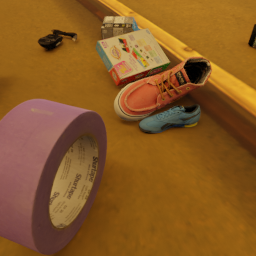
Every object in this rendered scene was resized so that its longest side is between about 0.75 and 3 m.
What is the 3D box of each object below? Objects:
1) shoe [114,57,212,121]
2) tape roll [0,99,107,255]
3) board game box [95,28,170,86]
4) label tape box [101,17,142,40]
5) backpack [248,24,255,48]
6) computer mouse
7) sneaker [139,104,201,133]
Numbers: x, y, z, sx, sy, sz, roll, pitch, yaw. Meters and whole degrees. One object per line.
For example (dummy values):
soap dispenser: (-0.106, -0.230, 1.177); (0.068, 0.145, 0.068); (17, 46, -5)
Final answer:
shoe: (1.019, -1.169, 7.727); (2.939, 1.337, 1.050); (-26, 87, -32)
tape roll: (-1.300, 0.770, 4.807); (1.022, 2.406, 2.406); (13, 42, 16)
board game box: (0.175, -2.387, 9.230); (2.017, 0.407, 1.543); (-23, 76, -25)
label tape box: (-0.105, -4.375, 12.309); (1.972, 0.624, 1.422); (1, 40, 2)
backpack: (5.551, -3.593, 11.235); (1.225, 1.022, 0.775); (19, 64, 17)
computer mouse: (-2.835, -3.575, 11.588); (1.275, 0.418, 1.816); (10, 36, 5)
sneaker: (1.110, -0.320, 7.478); (1.705, 0.668, 0.562); (-9, 43, -9)
